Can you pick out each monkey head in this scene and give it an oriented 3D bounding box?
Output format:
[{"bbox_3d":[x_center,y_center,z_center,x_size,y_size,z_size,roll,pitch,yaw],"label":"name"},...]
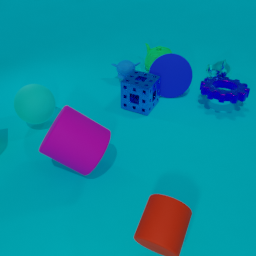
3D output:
[{"bbox_3d":[-0.028,-2.285,10.819,1.184,0.714,0.852,2,19,21],"label":"monkey head"},{"bbox_3d":[3.410,-1.943,10.532,0.929,1.542,1.109,3,70,26],"label":"monkey head"}]

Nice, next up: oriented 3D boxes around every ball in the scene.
[{"bbox_3d":[-2.833,-0.731,8.553,1.219,1.219,1.219,0,38,0],"label":"ball"}]

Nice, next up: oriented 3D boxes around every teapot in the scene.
[{"bbox_3d":[1.295,-2.976,11.809,1.290,1.016,2.075,-24,42,-18],"label":"teapot"}]

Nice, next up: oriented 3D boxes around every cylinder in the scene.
[{"bbox_3d":[0.650,1.796,5.162,0.854,0.854,0.854,16,60,19],"label":"cylinder"},{"bbox_3d":[-1.311,0.314,6.990,1.314,1.314,1.314,31,35,-16],"label":"cylinder"}]

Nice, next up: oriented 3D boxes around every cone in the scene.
[{"bbox_3d":[1.589,-2.041,10.795,1.572,1.572,1.578,4,13,5],"label":"cone"}]

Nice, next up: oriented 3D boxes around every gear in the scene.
[{"bbox_3d":[3.269,-1.325,9.524,1.580,0.292,1.580,1,32,-1],"label":"gear"}]

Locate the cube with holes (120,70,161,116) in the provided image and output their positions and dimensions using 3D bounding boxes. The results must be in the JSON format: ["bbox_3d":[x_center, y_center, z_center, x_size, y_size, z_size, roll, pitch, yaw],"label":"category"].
[{"bbox_3d":[0.434,-1.225,9.572,1.023,1.023,1.023,17,40,21],"label":"cube with holes"}]
